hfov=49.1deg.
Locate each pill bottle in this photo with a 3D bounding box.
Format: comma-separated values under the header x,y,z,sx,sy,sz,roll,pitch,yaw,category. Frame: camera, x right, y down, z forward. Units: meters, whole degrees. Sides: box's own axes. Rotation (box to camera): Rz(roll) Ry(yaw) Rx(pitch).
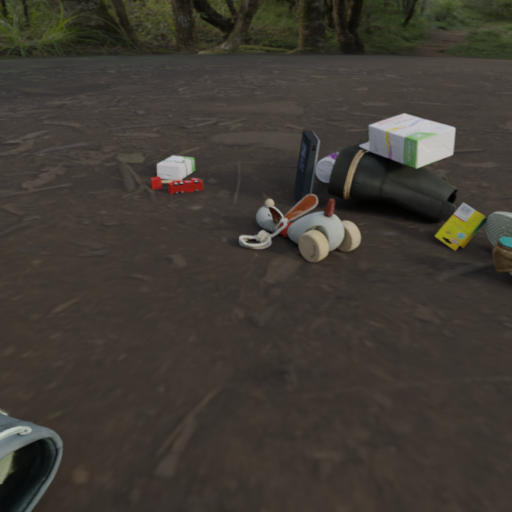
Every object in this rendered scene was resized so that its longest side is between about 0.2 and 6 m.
x,y,z,sx,sy,sz,roll,pitch,yaw,category
1.834,-2.096,13.109,0.587,0.587,1.045,12,26,25,pill bottle

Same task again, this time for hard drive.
x,y,z,sx,sy,sz,roll,pitch,yaw,category
1.013,-1.773,11.430,0.228,1.388,0.969,5,24,-6,hard drive

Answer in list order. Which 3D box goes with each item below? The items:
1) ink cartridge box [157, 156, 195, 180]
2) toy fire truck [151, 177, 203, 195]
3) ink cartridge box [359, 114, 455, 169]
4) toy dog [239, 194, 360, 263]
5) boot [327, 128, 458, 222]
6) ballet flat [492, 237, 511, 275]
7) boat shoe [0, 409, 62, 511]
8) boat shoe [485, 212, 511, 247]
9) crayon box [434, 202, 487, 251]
x,y,z,sx,sy,sz,roll,pitch,yaw,category
-1.925,-2.112,13.439,0.613,0.354,0.839,8,25,17,ink cartridge box
-1.759,-1.581,12.394,1.015,0.247,0.716,-10,26,-21,toy fire truck
2.746,-2.199,10.421,0.942,0.541,1.608,-22,33,-23,ink cartridge box
0.749,-0.642,9.417,2.041,0.983,1.346,13,27,26,toy dog
3.166,-1.642,11.712,2.403,1.346,3.475,21,35,19,boot
4.239,0.239,7.887,1.782,0.645,0.604,15,28,28,ballet flat
-2.305,2.001,3.431,0.961,1.132,3.109,1,19,11,boat shoe
4.449,-0.145,8.720,0.595,0.713,1.912,-11,31,-34,boat shoe
3.459,-0.471,9.487,0.475,0.749,0.190,46,9,37,crayon box
